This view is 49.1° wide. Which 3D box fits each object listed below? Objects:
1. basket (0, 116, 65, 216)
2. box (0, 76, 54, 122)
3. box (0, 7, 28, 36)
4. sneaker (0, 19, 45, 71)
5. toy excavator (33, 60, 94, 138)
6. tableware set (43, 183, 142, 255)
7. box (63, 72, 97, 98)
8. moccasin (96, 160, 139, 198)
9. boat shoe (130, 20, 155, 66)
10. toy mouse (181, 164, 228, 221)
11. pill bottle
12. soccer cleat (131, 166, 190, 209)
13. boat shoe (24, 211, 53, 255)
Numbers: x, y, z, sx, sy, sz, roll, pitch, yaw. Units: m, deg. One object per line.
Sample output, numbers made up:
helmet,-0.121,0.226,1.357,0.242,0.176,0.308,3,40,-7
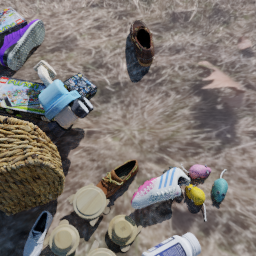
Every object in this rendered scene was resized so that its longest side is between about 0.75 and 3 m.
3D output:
basket,-3.080,0.834,8.070,2.099,2.941,2.191,-18,59,-11
box,-3.966,-1.142,10.848,2.702,0.469,1.487,10,57,7
box,-6.296,-4.526,13.044,2.896,0.503,1.594,-38,64,-22
sneaker,-4.876,-3.898,12.326,1.455,1.017,2.926,18,59,13
toy excavator,-2.546,-1.276,9.915,1.326,2.582,2.655,-38,99,9
tableware set,-0.960,3.052,8.088,2.612,0.303,2.182,35,65,12
box,-1.922,-1.663,11.236,1.115,0.257,0.886,41,60,19
moccasin,-0.376,1.619,8.911,1.770,0.683,0.647,-30,62,-18
boat shoe,0.663,-4.014,12.454,0.960,0.959,2.727,-12,56,-3
toy mouse,2.608,1.699,9.046,1.703,0.371,1.916,-26,61,-16
pill bottle,1.195,3.455,7.574,1.501,0.833,0.833,-20,59,-21
soccer cleat,1.046,1.901,8.540,2.068,0.722,0.893,-30,46,-28
boat shoe,-2.646,3.081,8.085,0.522,0.464,1.419,9,57,6
